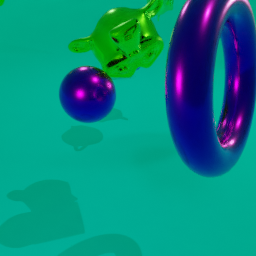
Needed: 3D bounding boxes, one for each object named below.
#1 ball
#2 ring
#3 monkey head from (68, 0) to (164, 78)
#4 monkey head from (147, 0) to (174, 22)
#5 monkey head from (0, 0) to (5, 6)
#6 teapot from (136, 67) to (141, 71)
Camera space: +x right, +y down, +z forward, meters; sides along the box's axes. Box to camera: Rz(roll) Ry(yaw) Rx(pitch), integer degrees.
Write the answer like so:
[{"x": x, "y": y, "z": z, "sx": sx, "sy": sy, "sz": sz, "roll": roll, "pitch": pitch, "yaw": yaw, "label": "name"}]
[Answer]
[{"x": -0.511, "y": -0.425, "z": 3.577, "sx": 0.727, "sy": 0.727, "sz": 0.727, "roll": 0, "pitch": 30, "yaw": 0, "label": "ball"}, {"x": 0.865, "y": -0.414, "z": 2.627, "sx": 0.352, "sy": 1.759, "sz": 1.759, "roll": 6, "pitch": 28, "yaw": 36, "label": "ring"}, {"x": -0.084, "y": -1.307, "z": 3.874, "sx": 1.565, "sy": 1.126, "sz": 0.943, "roll": -27, "pitch": 73, "yaw": 3, "label": "monkey head"}, {"x": 1.122, "y": -4.588, "z": 9.883, "sx": 0.914, "sy": 1.517, "sz": 1.091, "roll": -9, "pitch": 53, "yaw": 22, "label": "monkey head"}, {"x": -3.529, "y": -3.762, "z": 7.170, "sx": 0.893, "sy": 1.066, "sz": 1.482, "roll": 7, "pitch": 40, "yaw": -29, "label": "monkey head"}, {"x": -0.094, "y": -1.768, "z": 6.194, "sx": 1.019, "sy": 0.802, "sz": 1.638, "roll": -3, "pitch": 62, "yaw": 20, "label": "teapot"}]
